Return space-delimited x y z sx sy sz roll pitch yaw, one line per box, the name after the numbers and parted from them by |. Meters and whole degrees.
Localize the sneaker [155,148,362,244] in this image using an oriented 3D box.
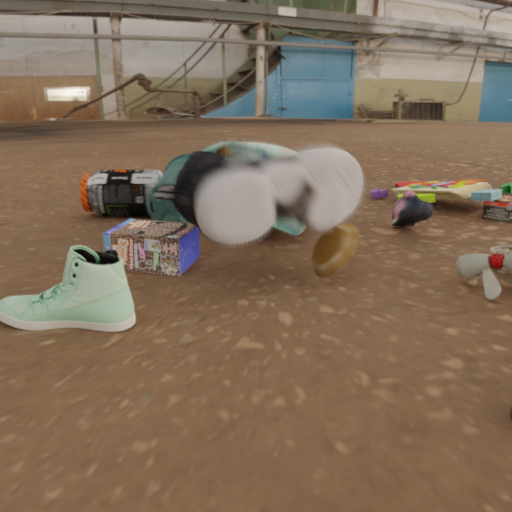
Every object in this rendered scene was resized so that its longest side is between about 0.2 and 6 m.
0.083 -1.225 9.586 3.632 1.371 2.067 -15 26 -39 | sneaker

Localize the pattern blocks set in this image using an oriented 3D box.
4.950 -1.786 15.053 3.838 0.311 3.374 4 16 40 | pattern blocks set

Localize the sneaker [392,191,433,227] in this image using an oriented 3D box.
3.321 -1.090 12.095 0.627 0.733 1.787 5 -5 -4 | sneaker

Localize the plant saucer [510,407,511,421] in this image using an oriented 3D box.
3.071 1.592 5.486 1.058 0.194 1.058 0 18 0 | plant saucer

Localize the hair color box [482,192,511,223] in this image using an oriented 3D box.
6.239 -1.245 13.928 0.815 0.492 1.605 12 22 31 | hair color box

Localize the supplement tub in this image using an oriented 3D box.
-3.260 -1.540 13.767 1.888 1.157 1.157 0 18 0 | supplement tub

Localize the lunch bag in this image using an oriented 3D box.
0.075 -1.681 12.229 2.674 1.631 2.278 22 16 2 | lunch bag

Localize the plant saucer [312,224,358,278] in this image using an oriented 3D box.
1.265 -0.133 9.372 0.183 1.035 1.035 33 4 -25 | plant saucer

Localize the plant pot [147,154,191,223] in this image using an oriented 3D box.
-1.686 -1.377 12.913 1.578 1.578 1.546 4 27 12 | plant pot

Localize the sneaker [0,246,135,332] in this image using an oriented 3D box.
-2.658 0.384 7.677 1.975 1.165 0.727 1 19 6 | sneaker

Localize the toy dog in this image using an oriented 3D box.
4.122 0.374 8.664 1.242 0.907 1.883 -11 5 -22 | toy dog

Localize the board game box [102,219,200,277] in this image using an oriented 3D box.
-1.875 -0.177 10.222 1.420 0.688 1.132 4 18 12 | board game box
